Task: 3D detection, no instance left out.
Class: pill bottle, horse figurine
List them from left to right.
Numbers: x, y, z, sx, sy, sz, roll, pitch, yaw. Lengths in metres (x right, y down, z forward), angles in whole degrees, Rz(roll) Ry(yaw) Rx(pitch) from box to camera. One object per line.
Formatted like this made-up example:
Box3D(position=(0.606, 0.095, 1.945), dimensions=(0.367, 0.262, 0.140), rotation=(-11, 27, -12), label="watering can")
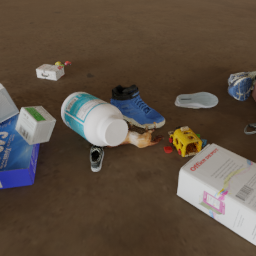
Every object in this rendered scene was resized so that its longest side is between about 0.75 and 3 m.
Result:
Box3D(position=(-1.030, -0.249, 8.760), dimensions=(1.314, 1.314, 2.372), rotation=(-23, 33, -30), label="pill bottle")
Box3D(position=(0.261, 0.230, 8.992), dimensions=(1.813, 0.453, 1.202), rotation=(11, 46, 7), label="horse figurine")

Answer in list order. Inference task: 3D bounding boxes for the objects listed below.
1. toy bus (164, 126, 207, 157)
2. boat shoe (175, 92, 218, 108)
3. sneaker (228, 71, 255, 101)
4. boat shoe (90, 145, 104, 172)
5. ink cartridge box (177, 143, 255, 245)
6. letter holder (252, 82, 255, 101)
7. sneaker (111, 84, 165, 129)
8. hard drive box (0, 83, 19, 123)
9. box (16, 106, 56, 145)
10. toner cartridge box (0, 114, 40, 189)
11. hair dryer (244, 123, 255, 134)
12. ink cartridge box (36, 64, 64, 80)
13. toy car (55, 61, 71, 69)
Box3D(position=(1.752, 0.292, 8.744), dimensions=(1.308, 0.676, 1.234), rotation=(15, 36, 21), label="toy bus")
Box3D(position=(2.623, -1.066, 10.872), dimensions=(1.639, 0.603, 0.547), rotation=(4, -11, -6), label="boat shoe")
Box3D(position=(4.703, -1.829, 11.908), dimensions=(1.079, 0.976, 2.534), rotation=(15, 28, 39), label="sneaker")
Box3D(position=(-0.913, 0.778, 8.256), dimensions=(0.408, 0.401, 1.131), rotation=(-4, 34, -5), label="boat shoe")
Box3D(position=(2.505, 1.447, 6.778), dimensions=(2.153, 0.911, 1.556), rotation=(30, 44, 35), label="ink cartridge box")
Box3D(position=(5.597, -1.414, 10.743), dimensions=(0.928, 1.311, 1.845), rotation=(4, 33, 6), label="letter holder")
Box3D(position=(0.313, -0.848, 9.948), dimensions=(2.225, 1.238, 0.854), rotation=(23, 39, 30), label="sneaker")
Box3D(position=(-5.084, -0.531, 8.972), dimensions=(2.518, 0.967, 1.962), rotation=(-33, 36, -20), label="hard drive box")
Box3D(position=(-2.660, -0.090, 8.072), dimensions=(0.795, 0.799, 0.685), rotation=(40, 28, 26), label="box")
Box3D(position=(-3.426, 0.556, 8.382), dimensions=(1.376, 0.625, 2.896), rotation=(-6, 34, -9), label="toner cartridge box")
Box3D(position=(5.544, -0.255, 9.491), dimensions=(2.858, 0.776, 2.177), rotation=(-27, 41, -36), label="hair dryer")
Box3D(position=(-3.723, -2.689, 13.454), dimensions=(1.062, 0.440, 0.779), rotation=(11, 35, 16), label="ink cartridge box")
Box3D(position=(-3.393, -3.276, 14.570), dimensions=(0.855, 0.191, 0.805), rotation=(-4, 33, -5), label="toy car")
